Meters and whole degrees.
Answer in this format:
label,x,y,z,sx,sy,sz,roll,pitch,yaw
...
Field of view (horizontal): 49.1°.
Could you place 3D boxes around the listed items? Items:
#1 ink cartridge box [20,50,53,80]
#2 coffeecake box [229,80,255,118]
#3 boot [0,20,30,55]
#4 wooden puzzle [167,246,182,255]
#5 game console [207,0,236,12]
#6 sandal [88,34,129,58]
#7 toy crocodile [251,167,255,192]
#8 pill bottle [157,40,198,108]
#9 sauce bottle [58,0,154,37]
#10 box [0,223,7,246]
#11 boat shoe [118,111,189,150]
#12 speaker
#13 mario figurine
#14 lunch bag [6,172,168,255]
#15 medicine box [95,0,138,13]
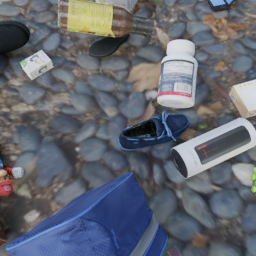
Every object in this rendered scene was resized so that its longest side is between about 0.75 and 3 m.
label,x,y,z,sx,sy,sz,roll,pitch,yaw
ink cartridge box,-3.034,-2.112,9.350,0.861,0.377,0.625,-35,67,-18
coffeecake box,3.981,-0.958,8.680,1.281,0.468,0.983,-16,63,-8
boot,-4.545,-2.177,8.969,2.754,1.052,2.314,-9,59,3
wooden puzzle,0.702,3.746,6.360,1.281,0.152,2.160,29,66,14
game console,3.617,-5.182,10.811,0.989,0.681,1.148,-13,62,-7
sandal,-0.607,-2.844,9.758,0.722,0.460,1.921,34,55,17
toy crocodile,3.500,1.467,7.506,0.296,0.271,0.878,8,62,4
pill bottle,1.261,-1.335,7.008,0.917,0.917,1.534,7,82,3
sauce bottle,-0.669,-3.383,8.831,2.996,0.969,0.969,5,61,-11
box,-4.259,1.850,6.881,1.418,1.061,2.833,-29,64,-14
boat shoe,0.807,0.100,7.961,2.166,0.743,0.911,-24,65,-12
speaker,2.322,0.536,7.653,2.236,0.908,0.908,-22,64,-11
mario figurine,-3.452,1.017,7.418,1.024,0.879,1.659,-28,64,-15
lunch bag,-0.516,2.318,5.543,2.004,2.950,1.952,-29,87,24
medicine box,-0.315,-5.357,10.830,1.428,0.807,1.568,21,64,11
